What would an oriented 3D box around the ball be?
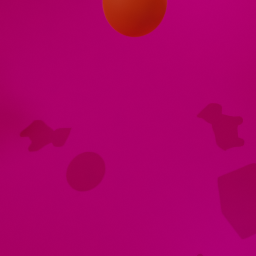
[{"bbox_3d":[0.098,-1.819,4.091,0.939,0.939,0.939,0,68,0],"label":"ball"}]
